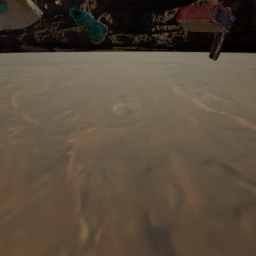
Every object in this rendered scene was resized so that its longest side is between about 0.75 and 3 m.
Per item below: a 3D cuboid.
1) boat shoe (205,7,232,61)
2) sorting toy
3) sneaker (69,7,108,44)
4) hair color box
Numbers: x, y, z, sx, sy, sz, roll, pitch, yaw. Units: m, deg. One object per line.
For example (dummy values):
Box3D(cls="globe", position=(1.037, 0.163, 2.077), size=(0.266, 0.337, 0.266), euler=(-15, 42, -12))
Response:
Box3D(cls="boat shoe", position=(2.459, -2.668, 7.882), size=(0.579, 1.786, 0.654), euler=(16, -24, 10))
Box3D(cls="sorting toy", position=(-3.558, -3.086, 6.683), size=(1.172, 1.975, 2.194), euler=(41, -6, 26))
Box3D(cls="sneaker", position=(-0.981, -2.476, 6.742), size=(1.353, 0.524, 0.539), euler=(46, 16, 32))
Box3D(cls="hair color box", position=(1.637, -2.324, 5.975), size=(0.598, 0.345, 1.079), euler=(17, 7, -39))
